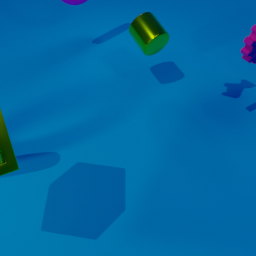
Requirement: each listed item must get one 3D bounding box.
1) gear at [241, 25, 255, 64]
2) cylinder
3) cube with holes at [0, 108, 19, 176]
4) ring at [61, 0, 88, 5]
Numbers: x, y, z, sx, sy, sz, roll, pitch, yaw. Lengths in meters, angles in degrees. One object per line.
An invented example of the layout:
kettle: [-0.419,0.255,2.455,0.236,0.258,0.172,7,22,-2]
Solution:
gear: [2.924,-1.915,6.036,1.084,1.084,0.200,-26,54,-19]
cylinder: [0.581,-2.595,7.757,0.845,0.845,0.845,-26,73,-20]
cube with holes: [-2.370,0.162,3.456,1.253,1.253,1.253,-19,94,-45]
ring: [-1.589,-4.707,8.555,0.362,1.808,1.808,35,59,30]
